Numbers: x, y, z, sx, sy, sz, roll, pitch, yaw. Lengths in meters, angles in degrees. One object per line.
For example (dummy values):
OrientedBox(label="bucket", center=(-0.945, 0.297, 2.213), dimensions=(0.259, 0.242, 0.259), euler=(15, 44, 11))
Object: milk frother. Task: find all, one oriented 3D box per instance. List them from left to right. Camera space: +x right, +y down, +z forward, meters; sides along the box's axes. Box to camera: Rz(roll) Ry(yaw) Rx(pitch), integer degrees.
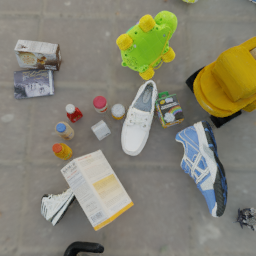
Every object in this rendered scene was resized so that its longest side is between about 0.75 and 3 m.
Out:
OrientedBox(label="milk frother", center=(-1.007, 3.951, 7.195), dimensions=(1.587, 1.522, 1.687), euler=(-15, 115, 32))

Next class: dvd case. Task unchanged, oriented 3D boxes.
OrientedBox(label="dvd case", center=(-2.961, -1.420, 8.825), dimensions=(1.244, 0.099, 0.925), euler=(-7, 77, -2))

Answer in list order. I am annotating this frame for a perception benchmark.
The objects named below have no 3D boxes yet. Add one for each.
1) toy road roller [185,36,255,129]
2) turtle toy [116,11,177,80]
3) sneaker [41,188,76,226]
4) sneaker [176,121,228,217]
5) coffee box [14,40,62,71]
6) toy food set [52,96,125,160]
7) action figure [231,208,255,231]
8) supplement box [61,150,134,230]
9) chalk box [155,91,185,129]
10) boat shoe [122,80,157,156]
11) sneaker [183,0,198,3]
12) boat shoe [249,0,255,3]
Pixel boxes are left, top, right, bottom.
OrientedBox(label="toy road roller", center=(3.251, -1.443, 7.759), dimensions=(2.977, 2.173, 1.830), euler=(-30, 79, -6))
OrientedBox(label="turtle toy", center=(0.631, -2.609, 8.407), dimensions=(2.173, 1.098, 1.583), euler=(-40, 123, 3))
OrientedBox(label="sneaker", center=(-1.952, 1.947, 7.872), dimensions=(0.796, 0.522, 1.384), euler=(34, 82, 5))
OrientedBox(label="sneaker", center=(2.126, 1.180, 7.950), dimensions=(1.023, 1.005, 2.656), euler=(-16, 80, 25))
OrientedBox(label="coffee box", center=(-2.729, -2.219, 8.604), dimensions=(1.238, 0.708, 0.493), euler=(6, 57, -2))
OrientedBox(label="toy food set", center=(-1.216, -0.164, 8.046), dimensions=(2.397, 1.079, 1.144), euler=(-33, 80, -7))
OrientedBox(label="action figure", center=(3.453, 2.482, 7.764), dimensions=(1.047, 0.534, 0.622), euler=(-12, 89, -4))
OrientedBox(label="supplement box", center=(-0.816, 1.615, 7.566), dimensions=(0.675, 1.156, 1.835), euler=(-39, 77, 30))
OrientedBox(label="chalk box", center=(1.197, -0.594, 8.382), dimensions=(0.628, 0.624, 1.006), euler=(-17, 77, -3))
OrientedBox(label="boat shoe", center=(0.323, -0.344, 8.231), dimensions=(0.811, 0.794, 2.290), euler=(14, 78, 3))
OrientedBox(label="sneaker", center=(1.904, -5.442, 9.266), dimensions=(1.323, 0.954, 2.519), euler=(9, 79, 2))
OrientedBox(label="boat shoe", center=(4.861, -4.532, 9.014), dimensions=(2.885, 1.044, 1.042), euler=(31, 80, 6))
